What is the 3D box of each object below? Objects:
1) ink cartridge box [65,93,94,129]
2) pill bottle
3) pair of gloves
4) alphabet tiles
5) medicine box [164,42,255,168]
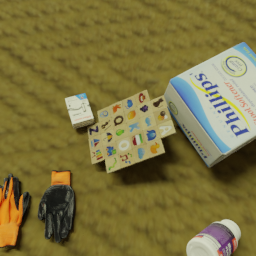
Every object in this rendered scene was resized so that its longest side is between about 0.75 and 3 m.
[{"bbox_3d":[-1.426,-0.505,8.282,0.644,0.372,0.882,-17,70,-13],"label":"ink cartridge box"},{"bbox_3d":[2.111,2.746,6.699,1.433,0.798,0.798,-13,68,-44],"label":"pill bottle"},{"bbox_3d":[-2.508,2.114,7.519,2.158,0.267,1.923,-4,70,-4],"label":"pair of gloves"},{"bbox_3d":[0.007,0.059,7.704,2.455,0.078,2.043,-22,57,15],"label":"alphabet tiles"},{"bbox_3d":[2.711,-0.650,7.725,2.614,1.345,2.381,-29,73,-14],"label":"medicine box"}]
